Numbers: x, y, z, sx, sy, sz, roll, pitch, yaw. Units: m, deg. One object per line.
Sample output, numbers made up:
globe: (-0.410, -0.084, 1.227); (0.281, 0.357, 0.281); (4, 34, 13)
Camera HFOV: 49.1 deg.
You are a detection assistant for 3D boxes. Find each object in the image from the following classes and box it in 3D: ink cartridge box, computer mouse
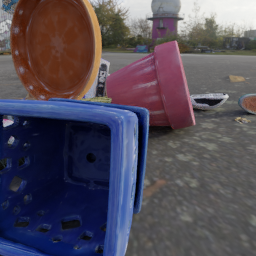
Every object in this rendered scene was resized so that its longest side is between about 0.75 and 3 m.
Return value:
ink cartridge box: (-1.374, -2.006, 11.388); (0.577, 2.660, 2.635); (5, 7, -20)
computer mouse: (2.998, -1.131, 12.678); (2.951, 0.647, 1.618); (-1, 13, 16)

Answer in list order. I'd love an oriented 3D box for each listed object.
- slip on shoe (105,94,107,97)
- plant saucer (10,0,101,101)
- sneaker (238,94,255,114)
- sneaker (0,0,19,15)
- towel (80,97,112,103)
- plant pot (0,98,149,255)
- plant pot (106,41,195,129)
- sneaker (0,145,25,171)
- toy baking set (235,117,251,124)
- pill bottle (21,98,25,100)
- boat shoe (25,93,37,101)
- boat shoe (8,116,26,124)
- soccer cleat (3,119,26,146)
slip on shoe: (-1.049, -1.797, 14.140); (0.733, 0.919, 2.419); (15, 26, -3)
plant saucer: (-1.759, -1.954, 6.707); (2.878, 2.878, 0.465); (12, 19, 31)
sneaker: (5.752, -1.104, 12.288); (2.422, 0.864, 0.968); (3, 16, -17)
sneaker: (-3.216, -3.678, 8.600); (1.060, 0.917, 2.447); (37, 3, -30)
towel: (-1.669, -0.456, 9.309); (1.700, 0.418, 2.292); (-8, -12, -29)
plant pot: (-0.900, 0.663, 4.748); (2.393, 2.392, 2.151); (7, 13, 17)
plant pot: (0.769, -1.288, 10.014); (2.674, 2.988, 2.988); (-12, 16, 14)
sneaker: (-2.680, 0.776, 6.736); (1.718, 0.657, 0.984); (-3, 20, 31)
toy baking set: (4.486, -0.301, 10.977); (0.707, 0.082, 0.543); (-14, 23, -35)
pill bottle: (-4.402, -1.003, 12.204); (0.625, 0.625, 1.126); (2, 19, 5)
boat shoe: (-2.974, -0.787, 11.265); (2.827, 1.070, 1.015); (17, 53, 21)
boat shoe: (-3.687, -0.399, 10.076); (0.766, 0.850, 2.405); (-15, 22, -33)
soccer cleat: (-3.615, 0.164, 8.616); (2.025, 0.707, 0.874); (3, 18, 7)
